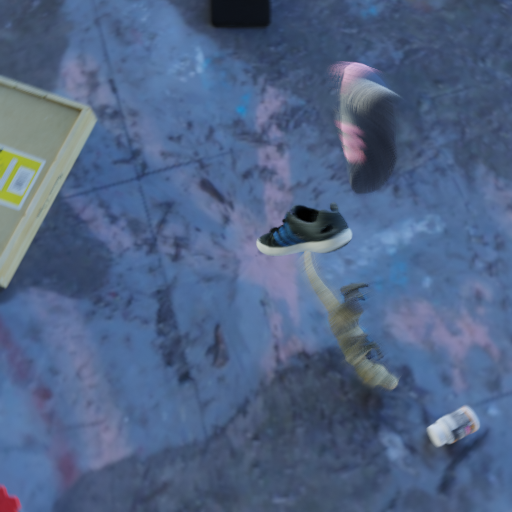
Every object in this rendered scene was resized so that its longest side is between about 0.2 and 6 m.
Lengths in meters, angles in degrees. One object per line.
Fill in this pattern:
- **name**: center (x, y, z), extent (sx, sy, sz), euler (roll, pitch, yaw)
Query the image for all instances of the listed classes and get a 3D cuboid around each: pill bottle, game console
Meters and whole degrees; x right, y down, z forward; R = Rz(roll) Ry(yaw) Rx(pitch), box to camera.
- **pill bottle**: center (3.294, 2.871, 9.375), extent (0.730, 0.425, 0.425), euler (-24, 73, -7)
- **game console**: center (-0.343, -5.633, 12.324), extent (1.333, 0.776, 1.172), euler (0, 42, -1)

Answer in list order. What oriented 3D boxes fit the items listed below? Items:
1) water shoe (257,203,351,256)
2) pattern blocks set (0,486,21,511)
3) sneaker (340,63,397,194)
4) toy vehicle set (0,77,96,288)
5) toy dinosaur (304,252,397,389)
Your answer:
- **water shoe**: center (0.684, -0.463, 8.818), extent (0.674, 1.886, 0.744), euler (-33, 110, -39)
- **pattern blocks set**: center (-5.265, 4.187, 9.060), extent (2.381, 0.193, 2.093), euler (30, 74, 9)
- **sneaker**: center (1.712, -1.958, 8.770), extent (0.803, 2.289, 0.939), euler (-14, 54, -3)
- **toy vehicle set**: center (-5.031, -1.554, 10.775), extent (2.377, 0.507, 3.826), euler (20, 73, 7)
- **toy dinosaur**: center (1.503, 1.033, 9.180), extent (0.704, 1.307, 2.966), euler (-27, 90, -11)
